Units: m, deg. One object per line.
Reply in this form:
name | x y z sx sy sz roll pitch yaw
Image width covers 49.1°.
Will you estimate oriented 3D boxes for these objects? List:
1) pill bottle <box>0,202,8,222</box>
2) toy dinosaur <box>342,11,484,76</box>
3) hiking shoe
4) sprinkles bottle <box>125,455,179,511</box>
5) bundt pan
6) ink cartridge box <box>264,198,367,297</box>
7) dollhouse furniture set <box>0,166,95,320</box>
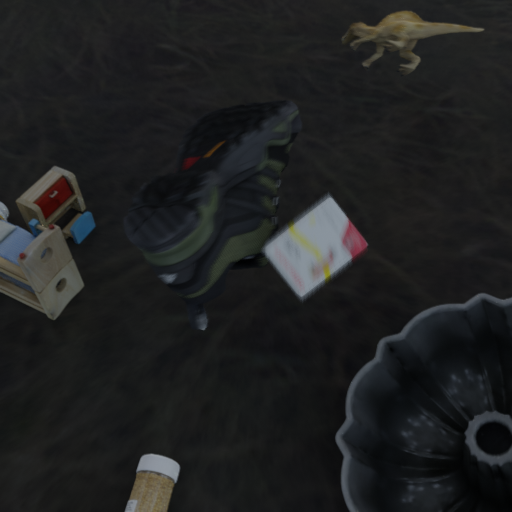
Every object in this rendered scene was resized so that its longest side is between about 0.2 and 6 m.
pill bottle | -4.168 -0.400 8.543 0.582 0.582 1.039 -1 39 0
toy dinosaur | 2.075 -3.088 7.832 2.005 0.583 1.014 8 61 24
hiking shoe | -0.287 -0.655 6.499 1.181 1.570 3.119 6 42 30
sprinkles bottle | -1.222 2.882 6.031 0.465 0.465 1.362 8 52 7
bundt pan | 2.523 2.030 5.712 3.196 1.200 3.196 -18 48 22
ink cartridge box | 0.600 -0.085 5.792 0.872 0.364 0.633 -38 91 2
dollhouse furniture set | -3.009 -0.435 8.105 1.380 1.373 1.959 22 54 17
